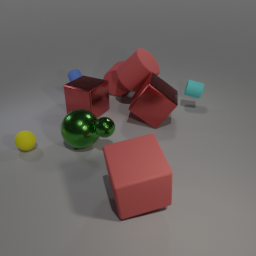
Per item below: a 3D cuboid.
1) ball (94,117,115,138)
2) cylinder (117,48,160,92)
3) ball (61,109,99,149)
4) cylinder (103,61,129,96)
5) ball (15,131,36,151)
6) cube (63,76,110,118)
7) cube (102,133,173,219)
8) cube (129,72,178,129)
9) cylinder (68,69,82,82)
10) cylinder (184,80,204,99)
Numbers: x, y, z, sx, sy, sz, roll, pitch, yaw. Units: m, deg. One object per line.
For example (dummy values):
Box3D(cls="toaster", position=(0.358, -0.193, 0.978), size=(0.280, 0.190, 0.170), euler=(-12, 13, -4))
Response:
Box3D(cls="ball", position=(-0.774, -0.022, 9.291), size=(0.700, 0.700, 0.700), euler=(0, 30, 0))
Box3D(cls="cylinder", position=(0.453, -2.562, 12.476), size=(1.400, 1.400, 1.400), euler=(31, 41, -31))
Box3D(cls="ball", position=(-1.667, 0.033, 9.900), size=(1.400, 1.400, 1.400), euler=(0, 30, 0))
Box3D(cls="cylinder", position=(-0.374, -2.523, 14.216), size=(1.400, 1.400, 1.400), euler=(8, 33, 14))
Box3D(cls="ball", position=(-3.613, 0.442, 9.854), size=(0.700, 0.700, 0.700), euler=(0, 30, 0))
Box3D(cls="cube", position=(-1.767, -1.325, 12.222), size=(1.400, 1.400, 1.400), euler=(15, 34, 25))
Box3D(cls="cube", position=(0.241, 1.227, 7.208), size=(1.400, 1.400, 1.400), euler=(-14, 43, -7))
Box3D(cls="cube", position=(1.053, -1.128, 11.373), size=(1.400, 1.400, 1.400), euler=(35, 30, -10))
Box3D(cls="cylinder", position=(-2.670, -2.535, 14.402), size=(0.700, 0.700, 0.700), euler=(-13, 60, -21))
Box3D(cls="cylinder", position=(2.940, -1.723, 12.470), size=(0.700, 0.700, 0.700), euler=(16, 32, 4))
